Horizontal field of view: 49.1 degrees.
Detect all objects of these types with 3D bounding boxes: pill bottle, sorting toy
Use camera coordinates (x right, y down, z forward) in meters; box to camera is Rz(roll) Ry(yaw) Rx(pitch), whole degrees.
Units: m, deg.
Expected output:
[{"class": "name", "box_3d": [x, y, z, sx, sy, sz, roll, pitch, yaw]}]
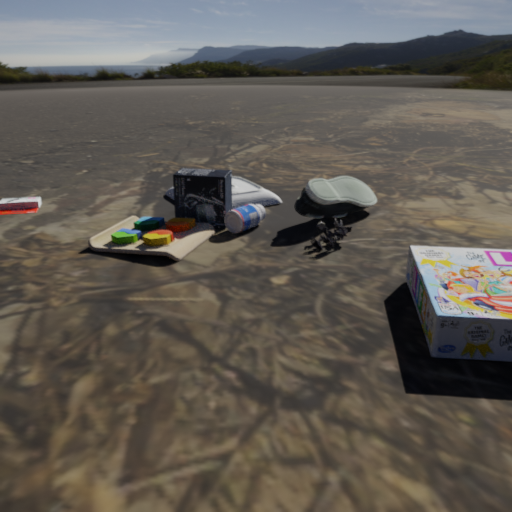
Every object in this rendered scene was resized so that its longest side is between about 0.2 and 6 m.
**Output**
[{"class": "pill bottle", "box_3d": [-0.226, -0.863, 12.524, 0.530, 0.530, 0.944, 16, 26, 35]}, {"class": "sorting toy", "box_3d": [-2.148, -0.469, 11.726, 2.053, 0.374, 1.900, 8, 23, 18]}]

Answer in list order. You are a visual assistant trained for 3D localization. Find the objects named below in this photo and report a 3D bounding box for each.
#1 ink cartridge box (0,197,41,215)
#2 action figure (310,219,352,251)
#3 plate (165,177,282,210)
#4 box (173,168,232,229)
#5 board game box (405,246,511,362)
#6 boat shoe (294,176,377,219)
[{"class": "ink cartridge box", "box_3d": [-5.908, -1.251, 13.947, 0.943, 0.205, 0.819, -4, 21, -11]}, {"class": "action figure", "box_3d": [1.571, -0.503, 11.557, 0.621, 0.533, 1.045, -20, 9, 41]}, {"class": "plate", "box_3d": [-0.897, -1.673, 14.767, 2.399, 0.389, 2.404, -11, 24, -27]}, {"class": "box", "box_3d": [-1.192, -1.312, 12.698, 1.199, 1.220, 0.756, 3, 22, 8]}, {"class": "board game box", "box_3d": [4.416, 0.678, 8.392, 3.897, 0.667, 2.620, 2, 22, 6]}, {"class": "boat shoe", "box_3d": [1.883, -1.342, 13.263, 2.497, 0.753, 0.944, 0, 53, -41]}]
